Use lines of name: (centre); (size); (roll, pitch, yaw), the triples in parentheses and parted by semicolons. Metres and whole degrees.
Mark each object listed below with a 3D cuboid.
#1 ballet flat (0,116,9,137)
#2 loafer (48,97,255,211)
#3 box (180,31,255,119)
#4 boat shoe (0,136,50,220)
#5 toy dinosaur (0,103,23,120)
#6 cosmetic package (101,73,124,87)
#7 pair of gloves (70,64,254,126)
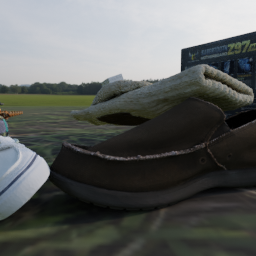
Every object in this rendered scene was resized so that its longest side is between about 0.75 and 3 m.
ballet flat: (-3.327, -0.032, 5.494); (2.005, 0.721, 0.721); (0, 6, 1)
loafer: (0.465, 0.138, 2.682); (2.437, 0.869, 0.889); (-3, 6, -27)
box: (2.422, -0.953, 6.686); (0.739, 2.284, 2.896); (-4, 6, -31)
boat shoe: (-1.043, 0.312, 2.208); (0.531, 0.482, 1.443); (-48, 18, -23)
toy dinosaur: (-5.053, -0.471, 10.509); (1.923, 0.982, 1.305); (18, 12, -28)
cosmetic package: (-0.712, -2.058, 12.850); (0.723, 0.527, 1.423); (-22, 5, -18)
pair of gloves: (0.911, -0.037, 4.138); (2.891, 0.507, 2.458); (16, -12, -41)
